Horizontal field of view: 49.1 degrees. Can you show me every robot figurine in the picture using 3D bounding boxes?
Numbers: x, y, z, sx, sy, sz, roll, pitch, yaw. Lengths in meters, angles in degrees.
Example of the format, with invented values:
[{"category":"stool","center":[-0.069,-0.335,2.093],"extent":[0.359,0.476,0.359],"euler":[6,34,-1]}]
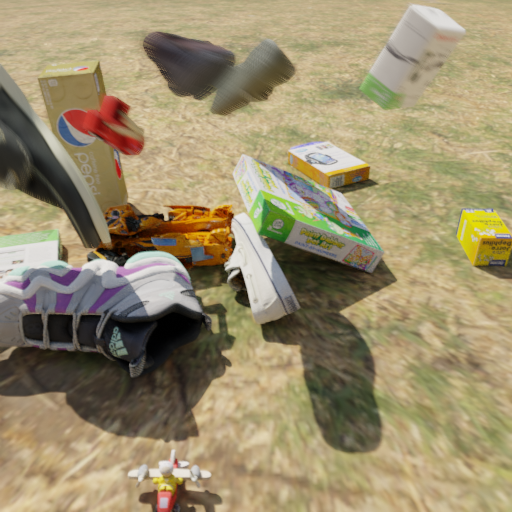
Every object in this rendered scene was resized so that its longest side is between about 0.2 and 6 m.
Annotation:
[{"category":"robot figurine","center":[-1.834,-0.424,10.683],"extent":[2.798,0.814,2.028],"euler":[0,31,0]}]

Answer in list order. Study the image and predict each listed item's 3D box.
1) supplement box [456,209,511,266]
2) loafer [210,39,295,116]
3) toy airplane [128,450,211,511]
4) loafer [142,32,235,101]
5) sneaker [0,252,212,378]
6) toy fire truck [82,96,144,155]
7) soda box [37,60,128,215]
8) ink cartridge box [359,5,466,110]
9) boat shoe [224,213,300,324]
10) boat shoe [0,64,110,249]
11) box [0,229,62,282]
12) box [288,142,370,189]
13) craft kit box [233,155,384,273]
[{"category":"supplement box","center":[4.368,-0.373,10.765],"extent":[0.635,0.639,1.167],"euler":[0,33,0]},{"category":"loafer","center":[-0.118,-3.390,11.363],"extent":[0.892,0.963,2.561],"euler":[25,-17,-25]},{"category":"toy airplane","center":[-0.991,2.510,6.401],"extent":[0.725,0.511,0.722],"euler":[-27,41,-35]},{"category":"loafer","center":[-0.936,-2.871,8.233],"extent":[0.809,0.923,2.569],"euler":[43,16,-6]},{"category":"sneaker","center":[-2.256,1.024,7.957],"extent":[3.354,1.304,2.346],"euler":[-15,35,-22]},{"category":"toy fire truck","center":[-2.287,-2.144,9.454],"extent":[1.098,0.380,1.557],"euler":[9,-11,30]},{"category":"soda box","center":[-3.424,-2.252,11.386],"extent":[1.049,3.098,0.992],"euler":[-7,33,-4]},{"category":"ink cartridge box","center":[1.877,-2.366,6.760],"extent":[0.804,1.105,0.464],"euler":[-20,61,-45]},{"category":"boat shoe","center":[-0.127,0.202,9.681],"extent":[0.908,0.923,2.602],"euler":[-27,43,-1]},{"category":"boat shoe","center":[-3.212,-1.332,7.754],"extent":[1.124,1.194,3.326],"euler":[-38,84,-13]},{"category":"box","center":[-4.310,0.291,9.980],"extent":[1.607,0.405,2.227],"euler":[-9,35,-13]},{"category":"box","center":[1.725,-2.331,14.050],"extent":[1.236,0.431,2.076],"euler":[-16,34,-24]},{"category":"craft kit box","center":[0.917,-0.853,10.696],"extent":[2.453,0.603,2.484],"euler":[15,27,-23]}]
